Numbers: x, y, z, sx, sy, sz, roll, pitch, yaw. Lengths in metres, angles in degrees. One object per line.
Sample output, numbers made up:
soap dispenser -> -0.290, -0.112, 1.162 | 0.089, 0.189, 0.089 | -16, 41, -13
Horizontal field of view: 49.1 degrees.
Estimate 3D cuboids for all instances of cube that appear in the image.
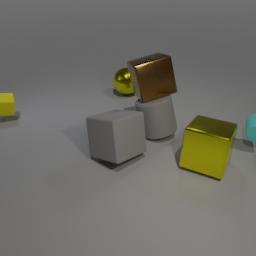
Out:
cube -> -5.236, -1.005, 11.911 | 0.700, 0.700, 0.700 | -4, 41, -26
cube -> 0.891, -1.961, 10.697 | 1.400, 1.400, 1.400 | -17, 22, -5
cube -> -0.382, 0.223, 9.413 | 1.400, 1.400, 1.400 | 9, 20, 44
cube -> 2.631, 0.559, 9.135 | 1.400, 1.400, 1.400 | 15, 27, 25

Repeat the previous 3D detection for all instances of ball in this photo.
ball -> -0.087, -2.425, 14.529 | 1.400, 1.400, 1.400 | 0, 29, 0

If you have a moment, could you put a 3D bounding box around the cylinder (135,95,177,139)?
cylinder -> 1.100, -0.490, 10.839 | 1.400, 1.400, 1.400 | -13, 23, 6

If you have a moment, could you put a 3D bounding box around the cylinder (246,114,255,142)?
cylinder -> 4.423, -0.004, 9.617 | 0.700, 0.700, 0.700 | 9, 41, 15
